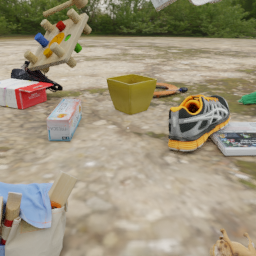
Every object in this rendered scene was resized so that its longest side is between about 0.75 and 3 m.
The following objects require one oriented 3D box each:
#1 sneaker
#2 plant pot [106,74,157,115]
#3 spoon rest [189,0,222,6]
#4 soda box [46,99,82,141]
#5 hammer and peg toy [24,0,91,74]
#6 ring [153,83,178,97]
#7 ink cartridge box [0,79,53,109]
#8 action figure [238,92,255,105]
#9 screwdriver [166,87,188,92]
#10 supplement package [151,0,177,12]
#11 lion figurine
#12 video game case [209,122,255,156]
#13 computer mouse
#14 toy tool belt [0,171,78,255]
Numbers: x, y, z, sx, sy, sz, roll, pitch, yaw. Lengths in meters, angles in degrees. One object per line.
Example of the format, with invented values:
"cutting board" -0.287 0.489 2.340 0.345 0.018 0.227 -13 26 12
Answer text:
"sneaker" 2.073 -0.448 7.944 1.169 1.154 2.988 1 24 37
"plant pot" 0.131 -1.231 10.298 1.350 1.191 1.350 -18 28 -38
"spoon rest" 2.414 -4.267 8.632 0.649 1.064 2.143 19 22 35
"soda box" -1.912 -0.310 8.658 0.647 0.696 2.035 0 22 1
"hammer and peg toy" -2.113 -3.002 8.944 1.925 0.923 2.617 -1 61 37
"ring" 1.166 -1.771 12.973 2.244 0.215 2.244 0 23 0
"ink cartridge box" -4.279 -1.371 11.151 2.383 0.801 1.384 10 24 24
"action figure" 4.893 -1.161 11.149 1.070 0.632 0.293 -11 0 -6
"screwdriver" 2.170 -1.658 12.472 0.233 0.243 1.673 17 23 40
"supplement package" 1.139 -4.255 8.908 0.866 0.637 0.828 -26 9 16
"lion figurine" 1.594 1.769 4.045 0.851 0.308 0.521 5 27 3
"video game case" 3.400 0.265 7.871 2.069 0.242 1.881 0 21 -2
"computer mouse" -4.329 -2.034 12.223 2.809 0.740 1.945 9 -22 45
"toy tool belt" -1.838 1.109 3.768 2.152 1.322 1.343 7 17 -23
